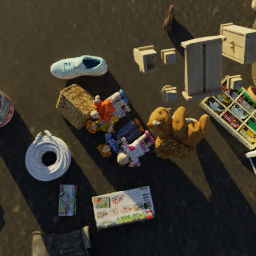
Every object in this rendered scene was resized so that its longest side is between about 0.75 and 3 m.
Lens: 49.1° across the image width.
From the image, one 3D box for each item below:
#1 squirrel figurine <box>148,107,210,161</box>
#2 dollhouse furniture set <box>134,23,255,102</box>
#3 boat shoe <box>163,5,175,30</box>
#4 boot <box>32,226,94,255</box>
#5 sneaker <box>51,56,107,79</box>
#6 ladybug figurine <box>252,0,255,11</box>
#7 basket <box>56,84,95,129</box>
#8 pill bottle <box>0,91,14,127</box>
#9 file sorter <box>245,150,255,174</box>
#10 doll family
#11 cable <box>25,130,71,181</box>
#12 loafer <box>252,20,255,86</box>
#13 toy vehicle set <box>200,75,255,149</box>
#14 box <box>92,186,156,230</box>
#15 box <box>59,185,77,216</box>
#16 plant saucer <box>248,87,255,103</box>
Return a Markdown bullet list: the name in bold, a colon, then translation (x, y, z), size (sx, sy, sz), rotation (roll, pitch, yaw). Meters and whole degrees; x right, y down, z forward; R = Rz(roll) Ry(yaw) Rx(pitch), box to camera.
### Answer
- **squirrel figurine**: translation (1.427, 0.169, 8.990), size (1.659, 1.258, 1.777), rotation (15, 90, -11)
- **dollhouse furniture set**: translation (1.768, -1.760, 7.732), size (2.997, 1.327, 1.553), rotation (-12, 118, -6)
- **boat shoe**: translation (1.602, -4.114, 10.486), size (0.344, 0.344, 0.979), rotation (18, 86, 9)
- **boot**: translation (-1.954, 4.132, 8.506), size (1.925, 0.766, 2.211), rotation (-12, 68, -2)
- **sneaker**: translation (-1.757, -2.235, 9.815), size (2.014, 0.825, 0.744), rotation (-7, 77, -2)
- **ladybug figurine**: translation (5.028, -4.744, 10.640), size (0.813, 0.292, 0.552), rotation (-43, 81, -9)
- **basket**: translation (-1.739, -0.765, 9.716), size (1.244, 0.927, 0.888), rotation (41, 48, 8)
- **pill bottle**: translation (-4.614, -0.822, 8.798), size (1.264, 2.183, 1.264), rotation (0, 78, 0)
- **file sorter**: translation (5.122, 0.982, 8.837), size (1.999, 1.387, 1.245), rotation (-20, 81, -4)
- **doll family**: translation (-0.410, 0.115, 9.296), size (1.621, 1.177, 2.612), rotation (-35, 98, -11)
- **cable**: translation (-2.639, 1.003, 9.271), size (1.462, 0.506, 1.462), rotation (36, 80, 6)
- **loafer**: translation (4.986, -2.665, 9.765), size (1.003, 1.111, 2.937), rotation (4, 77, 7)
- **toy vehicle set**: translation (3.846, -0.557, 9.712), size (2.315, 0.307, 1.438), rotation (43, 81, 9)
- **box**: translation (-0.140, 2.549, 9.013), size (1.873, 0.325, 1.031), rotation (-11, 78, -2)
- **box**: translation (-1.962, 2.350, 9.141), size (0.531, 0.168, 0.966), rotation (-1, 77, 0)
- **plant saucer**: translation (4.543, -0.943, 9.505), size (1.184, 1.184, 0.191), rotation (43, 123, 9)
